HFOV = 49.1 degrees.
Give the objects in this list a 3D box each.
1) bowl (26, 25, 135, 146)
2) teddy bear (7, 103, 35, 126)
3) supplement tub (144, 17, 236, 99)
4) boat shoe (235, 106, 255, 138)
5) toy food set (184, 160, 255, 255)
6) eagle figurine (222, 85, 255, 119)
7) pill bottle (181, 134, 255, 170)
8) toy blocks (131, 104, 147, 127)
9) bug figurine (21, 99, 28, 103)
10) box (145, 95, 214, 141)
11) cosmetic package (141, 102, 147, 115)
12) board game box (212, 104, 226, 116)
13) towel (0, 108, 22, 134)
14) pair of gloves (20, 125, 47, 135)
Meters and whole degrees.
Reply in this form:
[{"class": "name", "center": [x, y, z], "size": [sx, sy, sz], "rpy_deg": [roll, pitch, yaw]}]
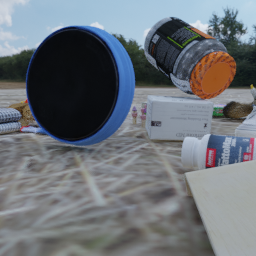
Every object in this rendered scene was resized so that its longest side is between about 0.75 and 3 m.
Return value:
[{"class": "bowl", "center": [-1.249, -0.999, 6.645], "size": [2.882, 2.882, 0.566], "rpy_deg": [5, 5, 25]}, {"class": "teddy bear", "center": [-3.022, -0.528, 9.883], "size": [2.395, 0.799, 1.736], "rpy_deg": [-11, 19, -11]}, {"class": "supplement tub", "center": [1.790, -2.122, 8.456], "size": [1.701, 1.701, 2.777], "rpy_deg": [-5, 38, -26]}, {"class": "boat shoe", "center": [4.002, -0.252, 8.306], "size": [2.816, 0.965, 1.014], "rpy_deg": [-10, 14, -43]}, {"class": "toy food set", "center": [1.662, 0.931, 2.722], "size": [1.887, 0.795, 2.630], "rpy_deg": [-11, 8, 6]}, {"class": "eagle figurine", "center": [5.211, -0.868, 11.295], "size": [2.392, 1.815, 1.805], "rpy_deg": [-37, 71, -25]}, {"class": "pill bottle", "center": [1.584, 0.486, 4.821], "size": [1.225, 0.733, 0.733], "rpy_deg": [4, 11, 25]}, {"class": "toy blocks", "center": [0.786, -0.581, 10.295], "size": [1.107, 0.932, 1.034], "rpy_deg": [-4, 10, -22]}, {"class": "bug figurine", "center": [-2.993, -0.954, 10.917], "size": [2.275, 0.585, 1.764], "rpy_deg": [9, -30, -31]}, {"class": "box", "center": [1.400, -0.326, 8.149], "size": [1.659, 1.090, 1.668], "rpy_deg": [2, 11, -1]}, {"class": "cosmetic package", "center": [1.581, -0.903, 13.002], "size": [1.757, 0.625, 0.924], "rpy_deg": [-5, 11, -27]}, {"class": "board game box", "center": [4.018, -0.877, 13.260], "size": [1.774, 0.384, 2.636], "rpy_deg": [0, 8, -3]}, {"class": "towel", "center": [-4.562, -0.243, 8.712], "size": [1.901, 0.814, 1.574], "rpy_deg": [4, 10, 22]}, {"class": "pair of gloves", "center": [-2.385, -0.084, 9.464], "size": [1.787, 0.253, 2.223], "rpy_deg": [2, 11, 11]}]
